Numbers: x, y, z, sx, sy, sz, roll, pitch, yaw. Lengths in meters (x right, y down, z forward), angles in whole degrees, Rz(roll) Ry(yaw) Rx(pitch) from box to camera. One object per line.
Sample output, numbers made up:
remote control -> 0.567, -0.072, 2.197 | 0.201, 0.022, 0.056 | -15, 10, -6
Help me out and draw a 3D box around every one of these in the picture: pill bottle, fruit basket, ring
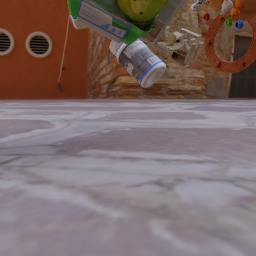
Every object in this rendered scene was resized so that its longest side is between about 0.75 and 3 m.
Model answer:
pill bottle -> 0.336, -2.700, 10.903 | 2.136, 1.215, 1.215 | 48, 24, 14
fruit basket -> -0.086, -2.646, 4.772 | 2.447, 1.239, 2.642 | 25, -19, -13
ring -> 3.454, -2.942, 9.346 | 0.211, 2.197, 2.197 | -7, 10, -37

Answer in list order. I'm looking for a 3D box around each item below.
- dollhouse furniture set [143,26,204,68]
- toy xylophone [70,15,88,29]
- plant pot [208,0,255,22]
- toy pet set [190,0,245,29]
dollhouse furniture set -> 1.320, -2.203, 7.890 | 1.396, 0.989, 1.520 | 33, 33, 22
toy xylophone -> -1.071, -2.913, 7.381 | 0.924, 0.232, 0.677 | -6, -25, -6
plant pot -> 2.730, -3.466, 6.400 | 1.614, 1.614, 1.130 | -2, -8, -13
toy pet set -> 1.703, -2.784, 5.891 | 0.745, 1.310, 1.403 | -15, 30, -12
